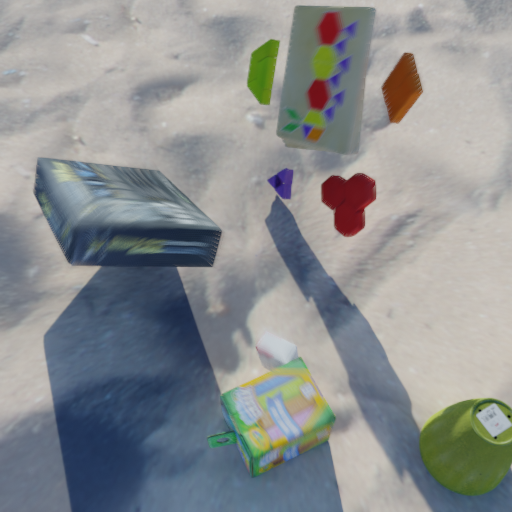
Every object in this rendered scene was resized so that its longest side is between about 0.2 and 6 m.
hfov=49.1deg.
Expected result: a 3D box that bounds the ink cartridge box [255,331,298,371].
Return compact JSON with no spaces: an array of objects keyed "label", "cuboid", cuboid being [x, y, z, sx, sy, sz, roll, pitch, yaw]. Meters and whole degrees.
[{"label":"ink cartridge box","cuboid":[0.329,1.482,8.258,0.542,0.744,0.315,24,63,22]}]

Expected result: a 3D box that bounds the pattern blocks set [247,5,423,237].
[{"label":"pattern blocks set","cuboid":[1.143,-2.888,9.415,0.349,4.306,3.785,-8,33,-39]}]

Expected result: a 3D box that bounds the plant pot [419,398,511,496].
[{"label":"plant pot","cuboid":[2.927,2.402,7.427,1.219,1.302,1.219,0,56,0]}]

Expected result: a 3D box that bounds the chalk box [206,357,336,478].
[{"label":"chalk box","cuboid":[0.124,2.297,7.679,1.612,1.003,0.998,-23,59,-14]}]

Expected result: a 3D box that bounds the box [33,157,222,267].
[{"label":"box","cuboid":[-2.113,-0.716,8.803,2.180,0.705,2.764,2,25,-34]}]
